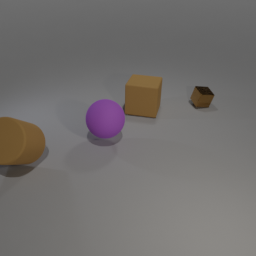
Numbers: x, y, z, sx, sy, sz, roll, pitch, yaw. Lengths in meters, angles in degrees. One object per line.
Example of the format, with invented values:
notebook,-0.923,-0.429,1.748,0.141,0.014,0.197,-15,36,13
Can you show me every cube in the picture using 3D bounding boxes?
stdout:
cube,3.403,-1.435,12.858,0.700,0.700,0.700,0,41,-18
cube,0.697,-1.443,12.404,1.400,1.400,1.400,8,30,11

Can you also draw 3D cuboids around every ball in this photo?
ball,-0.806,-0.325,9.968,1.400,1.400,1.400,0,31,0

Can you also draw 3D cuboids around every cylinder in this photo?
cylinder,-3.501,0.438,8.697,1.400,1.400,1.400,5,-6,8
